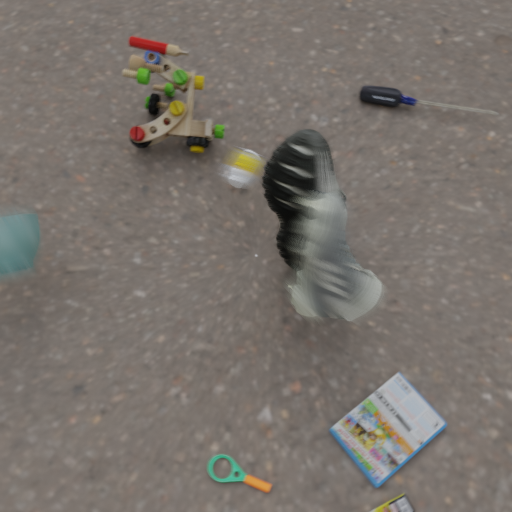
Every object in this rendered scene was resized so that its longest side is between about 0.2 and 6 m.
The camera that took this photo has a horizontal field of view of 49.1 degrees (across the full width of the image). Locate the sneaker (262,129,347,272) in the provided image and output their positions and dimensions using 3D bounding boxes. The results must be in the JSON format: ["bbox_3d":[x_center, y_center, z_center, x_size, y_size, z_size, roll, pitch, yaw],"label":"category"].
[{"bbox_3d":[0.973,-0.959,9.722,1.191,3.223,1.278,31,63,27],"label":"sneaker"}]

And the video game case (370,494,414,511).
[{"bbox_3d":[2.141,4.206,8.491,0.790,0.111,0.874,-22,63,-12],"label":"video game case"}]

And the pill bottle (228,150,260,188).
[{"bbox_3d":[-0.249,-1.694,10.969,0.397,0.397,0.709,26,71,14],"label":"pill bottle"}]

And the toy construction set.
[{"bbox_3d":[-1.549,-3.304,11.621,1.967,2.560,2.135,12,69,1],"label":"toy construction set"}]

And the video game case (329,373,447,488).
[{"bbox_3d":[2.183,2.845,9.267,1.593,0.142,1.140,-33,66,-18],"label":"video game case"}]

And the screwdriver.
[{"bbox_3d":[3.883,-3.416,12.765,3.104,0.433,0.452,16,92,8],"label":"screwdriver"}]

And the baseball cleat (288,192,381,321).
[{"bbox_3d":[1.327,0.086,8.756,1.472,2.765,0.964,11,56,4],"label":"baseball cleat"}]

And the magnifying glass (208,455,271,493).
[{"bbox_3d":[-0.272,3.496,8.906,1.047,0.117,0.417,20,62,10],"label":"magnifying glass"}]

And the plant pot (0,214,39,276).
[{"bbox_3d":[-4.306,-0.129,9.510,1.351,1.351,0.905,-14,93,-8],"label":"plant pot"}]
